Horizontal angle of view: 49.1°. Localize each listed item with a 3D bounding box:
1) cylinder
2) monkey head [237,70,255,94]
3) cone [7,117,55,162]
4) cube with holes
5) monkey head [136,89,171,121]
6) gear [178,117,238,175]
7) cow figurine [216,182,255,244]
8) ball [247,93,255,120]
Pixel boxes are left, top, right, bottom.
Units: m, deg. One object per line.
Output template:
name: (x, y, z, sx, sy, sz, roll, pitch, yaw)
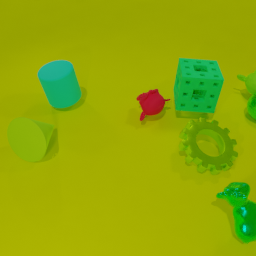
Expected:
cylinder: (-2.277, -1.477, 9.438, 1.179, 1.179, 1.179, -5, 45, 5)
monkey head: (4.570, -1.472, 9.831, 0.888, 1.060, 1.473, -37, 62, -7)
cone: (-2.550, 0.127, 8.218, 1.308, 1.308, 1.313, 15, 24, 17)
cube with holes: (2.186, -1.364, 8.945, 1.221, 1.221, 1.221, 5, 40, 1)
monkey head: (0.710, -0.803, 9.114, 1.317, 0.794, 0.948, -36, 17, -20)
gear: (2.225, 0.470, 7.780, 1.627, 0.301, 1.627, 7, 58, -11)
cow figurine: (2.391, 1.773, 5.851, 1.224, 0.683, 1.244, 16, 73, -36)
ball: (4.356, -0.706, 8.994, 1.004, 1.004, 1.004, 0, 41, 0)
